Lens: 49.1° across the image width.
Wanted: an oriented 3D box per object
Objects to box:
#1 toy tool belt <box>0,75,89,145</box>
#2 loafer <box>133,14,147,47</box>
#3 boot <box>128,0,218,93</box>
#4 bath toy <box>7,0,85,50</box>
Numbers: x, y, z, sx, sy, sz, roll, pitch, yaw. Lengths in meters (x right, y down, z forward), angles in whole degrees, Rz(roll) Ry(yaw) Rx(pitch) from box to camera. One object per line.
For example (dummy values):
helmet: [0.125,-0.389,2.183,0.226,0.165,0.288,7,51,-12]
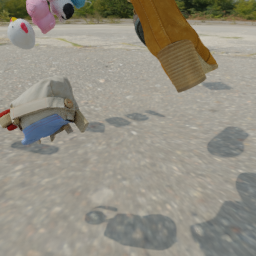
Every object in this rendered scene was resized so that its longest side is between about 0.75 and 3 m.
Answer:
toy tool belt: [-1.224,-0.086,3.953,1.380,0.848,0.862,-28,4,28]
loafer: [0.843,-2.272,6.593,2.274,0.817,0.715,9,49,-48]
boot: [0.684,-1.453,4.186,0.794,1.616,2.257,-23,7,20]
bath toy: [-2.247,-3.186,7.588,2.476,1.077,0.915,-49,12,-19]
